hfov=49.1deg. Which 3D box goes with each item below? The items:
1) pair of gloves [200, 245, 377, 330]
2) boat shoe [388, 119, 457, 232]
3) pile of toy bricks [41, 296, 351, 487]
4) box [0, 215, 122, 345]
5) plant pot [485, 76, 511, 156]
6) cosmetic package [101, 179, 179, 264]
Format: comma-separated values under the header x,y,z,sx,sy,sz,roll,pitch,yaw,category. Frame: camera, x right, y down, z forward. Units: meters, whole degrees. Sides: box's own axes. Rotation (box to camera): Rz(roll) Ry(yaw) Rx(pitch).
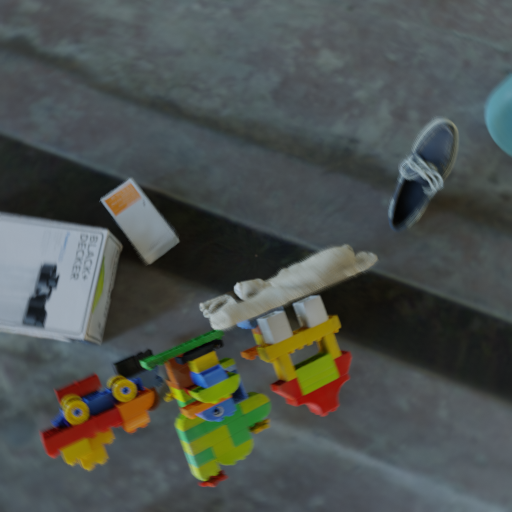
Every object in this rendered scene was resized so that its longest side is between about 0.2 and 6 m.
x,y,z,sx,sy,sz,roll,pitch,yaw,category
0.366,0.446,8.796,2.540,2.987,0.524,-21,88,-11,pair of gloves
2.923,-1.399,10.003,0.791,0.653,2.112,31,119,11,boat shoe
-0.817,2.482,8.910,4.608,2.557,2.275,-21,92,-23,pile of toy bricks
-4.319,0.330,9.937,3.409,1.025,1.989,9,75,2,box
5.577,-2.933,10.556,1.902,1.527,1.902,0,74,0,plant pot
-2.166,-0.646,10.466,0.726,0.510,1.430,-38,79,-7,cosmetic package
